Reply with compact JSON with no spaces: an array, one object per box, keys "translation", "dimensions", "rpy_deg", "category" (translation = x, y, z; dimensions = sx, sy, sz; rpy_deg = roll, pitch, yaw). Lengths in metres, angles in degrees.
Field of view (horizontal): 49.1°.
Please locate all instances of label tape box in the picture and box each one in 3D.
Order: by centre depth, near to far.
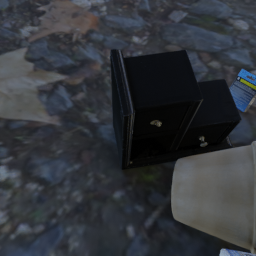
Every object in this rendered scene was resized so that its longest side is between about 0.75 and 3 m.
[{"translation":[2.826,-0.905,6.817],"dimensions":[0.623,0.864,0.273],"rpy_deg":[41,26,30],"category":"label tape box"}]

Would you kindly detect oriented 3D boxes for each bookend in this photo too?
[{"translation":[1.098,-0.344,5.621],"dimensions":[2.756,2.739,1.269],"rpy_deg":[-9,66,-7],"category":"bookend"}]

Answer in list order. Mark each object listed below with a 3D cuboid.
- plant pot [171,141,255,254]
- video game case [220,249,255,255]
[{"translation":[1.817,1.219,5.302],"dimensions":[1.784,2.056,2.056],"rpy_deg":[2,54,21],"category":"plant pot"},{"translation":[2.442,2.067,3.116],"dimensions":[2.194,2.407,0.265],"rpy_deg":[9,86,3],"category":"video game case"}]
